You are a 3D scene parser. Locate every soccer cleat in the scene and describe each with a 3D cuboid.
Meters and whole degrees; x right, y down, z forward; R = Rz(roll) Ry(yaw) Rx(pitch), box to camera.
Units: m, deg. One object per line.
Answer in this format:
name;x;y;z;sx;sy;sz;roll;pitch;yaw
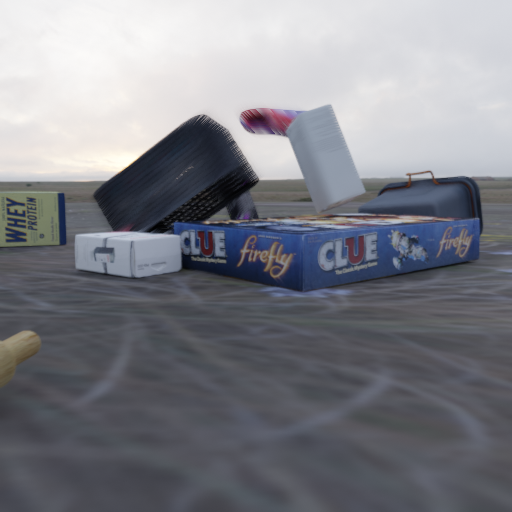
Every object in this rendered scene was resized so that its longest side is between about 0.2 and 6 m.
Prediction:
soccer cleat;0.562;-2.922;12.238;1.900;0.648;0.695;6;3;11

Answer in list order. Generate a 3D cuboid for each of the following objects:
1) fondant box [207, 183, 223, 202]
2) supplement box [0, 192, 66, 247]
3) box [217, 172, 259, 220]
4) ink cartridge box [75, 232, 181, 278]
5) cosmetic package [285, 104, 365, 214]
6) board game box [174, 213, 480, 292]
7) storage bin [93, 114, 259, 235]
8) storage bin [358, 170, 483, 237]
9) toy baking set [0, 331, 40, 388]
fondant box;-0.924;-1.897;13.451;0.352;1.208;0.872;-20;-38;16
supplement box;-5.484;-0.897;13.135;1.797;1.206;1.795;-3;8;-24
box;-0.439;-1.368;12.804;0.372;2.062;1.474;-21;-11;13
ink cartridge box;-2.009;-0.047;8.790;1.405;0.596;1.023;8;10;37
cosmetic package;1.256;-1.764;10.387;0.716;1.765;0.996;-22;0;-12
board game box;1.292;-0.236;9.489;4.440;0.768;3.008;-7;10;-41
storage bin;-1.457;-1.275;10.482;2.600;1.219;1.758;-35;-10;13
storage bin;3.335;-0.890;11.838;2.303;1.676;1.547;0;15;41
toy baking set;-2.386;0.242;3.265;2.129;0.323;2.774;32;13;8
